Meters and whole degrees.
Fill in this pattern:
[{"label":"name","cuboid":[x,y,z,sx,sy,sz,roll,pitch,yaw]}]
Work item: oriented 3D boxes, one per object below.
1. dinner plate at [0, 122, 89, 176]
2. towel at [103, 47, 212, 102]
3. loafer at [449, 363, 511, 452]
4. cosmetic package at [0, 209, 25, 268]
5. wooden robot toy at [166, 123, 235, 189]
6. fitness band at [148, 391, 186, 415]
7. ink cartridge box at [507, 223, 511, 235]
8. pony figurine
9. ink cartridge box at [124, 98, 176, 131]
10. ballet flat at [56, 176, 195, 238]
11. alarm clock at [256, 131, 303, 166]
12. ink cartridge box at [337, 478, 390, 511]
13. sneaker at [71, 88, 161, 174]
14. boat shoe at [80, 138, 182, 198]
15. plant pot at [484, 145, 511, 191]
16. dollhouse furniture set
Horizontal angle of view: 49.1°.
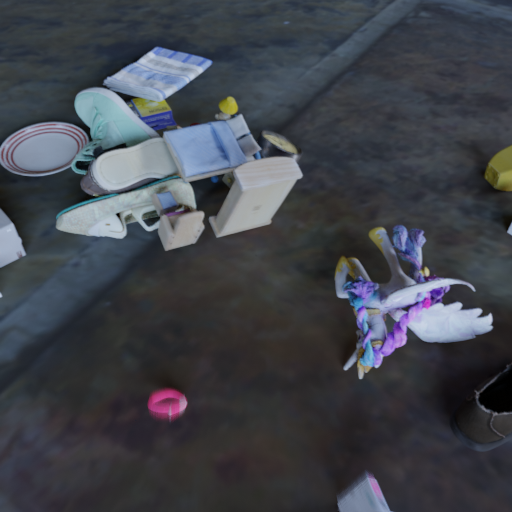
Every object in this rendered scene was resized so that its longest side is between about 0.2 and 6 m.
[{"label":"dinner plate","cuboid":[-4.961,-2.476,13.172,2.048,0.248,2.048,0,49,0]},{"label":"towel","cuboid":[-2.628,-4.976,15.182,1.895,0.307,2.580,20,46,20]},{"label":"loafer","cuboid":[4.274,2.054,8.600,2.759,0.984,1.007,-25,53,-21]},{"label":"cosmetic package","cuboid":[-5.352,-0.616,11.055,0.779,0.923,1.729,-30,53,-26]},{"label":"wooden robot toy","cuboid":[-0.921,-2.482,12.759,2.358,1.039,1.070,36,45,25]},{"label":"fitness band","cuboid":[-1.378,2.292,8.751,0.477,0.124,0.664,18,14,33]},{"label":"ink cartridge box","cuboid":[5.591,-0.810,11.404,0.885,0.646,0.372,-35,57,-27]},{"label":"pony figurine","cuboid":[2.458,0.677,9.487,2.436,2.101,2.523,-22,47,24]},{"label":"ink cartridge box","cuboid":[-2.801,-3.588,14.139,1.233,0.293,1.247,-19,48,-19]},{"label":"ballet flat","cuboid":[-2.558,-0.846,11.305,2.842,0.958,0.886,-21,76,-15]},{"label":"alarm clock","cuboid":[0.491,-2.459,12.828,1.054,0.520,1.563,23,29,-13]},{"label":"ink cartridge box","cuboid":[1.529,3.613,7.373,0.233,0.662,1.109,21,30,-31]},{"label":"sneaker","cuboid":[-3.669,-2.761,12.753,3.099,1.141,1.828,38,52,26]},{"label":"boat shoe","cuboid":[-2.417,-1.805,11.723,2.701,0.804,0.970,-27,93,-50]},{"label":"plant pot","cuboid":[5.505,-1.878,12.332,0.772,0.750,0.755,-19,51,-9]},{"label":"dollhouse furniture set","cuboid":[-0.911,-1.996,10.895,2.649,1.831,2.806,-16,70,-27]}]
